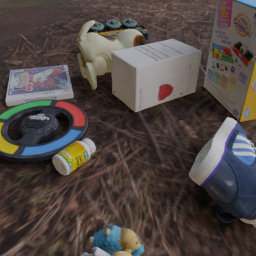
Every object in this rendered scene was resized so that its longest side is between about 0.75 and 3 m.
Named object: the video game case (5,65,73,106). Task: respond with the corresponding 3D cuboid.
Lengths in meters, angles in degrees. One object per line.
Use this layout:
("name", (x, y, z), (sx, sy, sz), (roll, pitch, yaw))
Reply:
("video game case", (-2.904, -1.476, 9.235), (1.979, 0.250, 2.172), (-9, 37, -12))

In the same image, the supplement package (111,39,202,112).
("supplement package", (0.823, -1.656, 8.482), (2.327, 1.411, 1.393), (-20, 41, -25))

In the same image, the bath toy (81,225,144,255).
("bath toy", (-0.393, 2.331, 3.646), (0.913, 0.776, 2.100), (-34, 16, 35))

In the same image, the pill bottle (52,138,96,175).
("pill bottle", (-1.156, 0.600, 6.165), (0.509, 0.509, 0.902), (25, 42, 30))

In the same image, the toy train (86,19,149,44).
("toy train", (-0.455, -3.703, 11.624), (2.779, 1.184, 1.584), (-13, 47, -17))

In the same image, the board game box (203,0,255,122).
("board game box", (3.019, -1.960, 7.672), (0.579, 2.872, 2.198), (-9, 38, -11))

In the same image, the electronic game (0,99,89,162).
("electronic game", (-2.227, -0.029, 7.019), (2.469, 0.514, 2.469), (0, 36, 0))

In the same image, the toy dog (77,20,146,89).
("toy dog", (-0.510, -2.561, 9.260), (2.203, 2.136, 1.537), (-19, 27, -15))

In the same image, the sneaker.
("sneaker", (2.395, 0.905, 5.542), (1.955, 1.076, 2.670), (37, 29, 12))
